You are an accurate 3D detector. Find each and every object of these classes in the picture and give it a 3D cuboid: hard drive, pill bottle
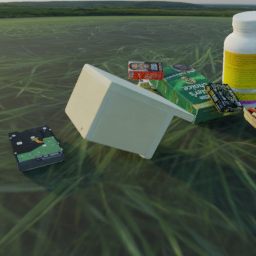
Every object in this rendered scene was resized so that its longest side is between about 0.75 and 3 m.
[{"bbox_3d":[-2.397,0.472,7.249,1.123,0.304,1.607,-14,30,-26],"label":"hard drive"},{"bbox_3d":[4.055,-2.257,9.512,1.564,3.000,1.564,-7,34,5],"label":"pill bottle"}]

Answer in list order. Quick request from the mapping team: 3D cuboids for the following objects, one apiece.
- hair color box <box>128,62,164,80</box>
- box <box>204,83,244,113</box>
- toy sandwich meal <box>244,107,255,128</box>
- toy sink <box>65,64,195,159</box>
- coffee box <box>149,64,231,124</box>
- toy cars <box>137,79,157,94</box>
[{"bbox_3d":[0.600,-1.961,9.594,1.167,0.357,0.592,1,45,-1],"label":"hair color box"},{"bbox_3d":[2.988,-0.946,8.730,0.855,0.264,1.071,-2,53,-28],"label":"box"},{"bbox_3d":[4.016,-0.088,7.163,2.182,0.747,2.182,26,23,-12],"label":"toy sandwich meal"},{"bbox_3d":[0.025,-0.298,7.072,2.629,1.473,1.714,17,15,-34],"label":"toy sink"},{"bbox_3d":[2.182,-1.334,9.873,1.742,0.623,2.833,-12,42,-24],"label":"coffee box"},{"bbox_3d":[0.795,-1.800,11.506,1.150,0.568,2.565,8,27,13],"label":"toy cars"}]
